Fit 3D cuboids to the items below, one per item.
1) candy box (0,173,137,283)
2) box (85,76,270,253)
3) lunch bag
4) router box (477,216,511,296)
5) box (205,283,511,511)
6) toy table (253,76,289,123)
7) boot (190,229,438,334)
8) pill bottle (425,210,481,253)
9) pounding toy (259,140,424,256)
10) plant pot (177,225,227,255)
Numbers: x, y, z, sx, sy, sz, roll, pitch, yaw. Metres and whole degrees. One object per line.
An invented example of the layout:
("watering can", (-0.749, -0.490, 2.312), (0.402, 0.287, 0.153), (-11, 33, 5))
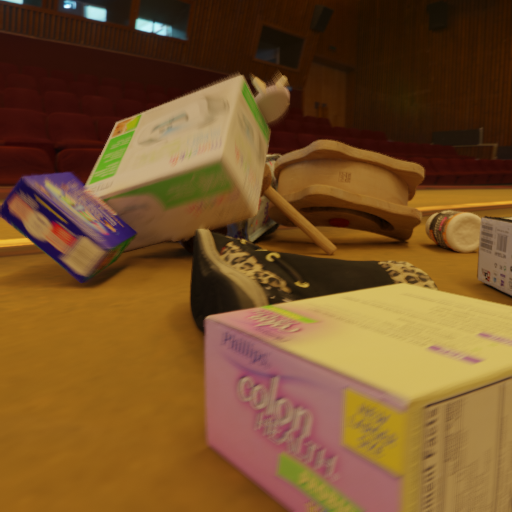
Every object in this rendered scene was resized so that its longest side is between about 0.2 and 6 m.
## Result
("candy box", (-2.172, -0.387, 6.696), (1.222, 0.557, 1.445), (41, 9, -5))
("box", (-1.094, -1.282, 8.091), (2.290, 1.107, 2.021), (-13, 42, 22))
("lunch bag", (-0.654, -1.153, 10.746), (2.219, 1.664, 2.617), (1, 19, 20))
("router box", (3.684, 0.152, 4.827), (2.347, 0.803, 3.147), (0, 9, 0))
("box", (0.646, 0.598, 2.479), (1.349, 0.652, 1.186), (-5, 10, -35))
("toy table", (0.219, -2.390, 8.526), (0.733, 0.429, 0.674), (-25, -50, 33))
("boot", (0.318, 0.264, 4.472), (1.568, 0.749, 2.076), (0, 14, -16))
("pill bottle", (3.218, -0.418, 9.163), (0.641, 0.641, 1.102), (-1, 7, -5))
("pounding toy", (1.204, -0.693, 9.603), (3.350, 1.922, 1.915), (12, -16, -14))
("plant pot", (-0.938, -0.521, 8.720), (0.982, 0.982, 0.972), (-4, 24, -22))
